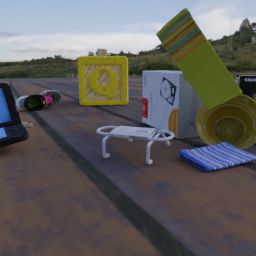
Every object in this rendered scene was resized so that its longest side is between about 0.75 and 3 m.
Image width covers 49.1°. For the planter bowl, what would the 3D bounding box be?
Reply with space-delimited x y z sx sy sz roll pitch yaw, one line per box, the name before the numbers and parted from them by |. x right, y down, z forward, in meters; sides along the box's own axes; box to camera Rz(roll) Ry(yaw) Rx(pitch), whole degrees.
planter bowl | 3.005 -0.060 8.309 1.866 1.866 0.777 5 -20 22

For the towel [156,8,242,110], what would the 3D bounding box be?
towel | 1.916 -1.810 7.653 1.158 2.690 0.243 -30 9 47

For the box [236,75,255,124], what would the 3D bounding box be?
box | 5.570 -1.126 11.180 2.460 1.964 0.607 3 14 7

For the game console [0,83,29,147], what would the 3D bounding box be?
game console | -4.311 -0.260 7.770 2.501 1.456 2.200 -16 20 -24

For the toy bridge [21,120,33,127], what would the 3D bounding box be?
toy bridge | -4.135 -0.157 11.045 0.983 0.134 0.331 12 18 41

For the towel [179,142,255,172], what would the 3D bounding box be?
towel | 2.257 0.677 7.072 1.642 0.196 1.189 -9 18 -23

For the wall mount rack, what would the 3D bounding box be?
wall mount rack | 0.278 0.346 7.647 2.125 0.792 1.846 6 18 23

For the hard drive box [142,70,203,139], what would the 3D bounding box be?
hard drive box | 1.558 -0.983 10.180 1.054 2.140 2.746 -6 13 -21

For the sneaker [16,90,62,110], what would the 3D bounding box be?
sneaker | -4.553 -1.423 14.878 2.503 0.923 1.095 -17 21 -38

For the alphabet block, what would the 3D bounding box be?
alphabet block | -1.554 -2.961 17.251 2.889 2.874 2.943 -3 12 -7
